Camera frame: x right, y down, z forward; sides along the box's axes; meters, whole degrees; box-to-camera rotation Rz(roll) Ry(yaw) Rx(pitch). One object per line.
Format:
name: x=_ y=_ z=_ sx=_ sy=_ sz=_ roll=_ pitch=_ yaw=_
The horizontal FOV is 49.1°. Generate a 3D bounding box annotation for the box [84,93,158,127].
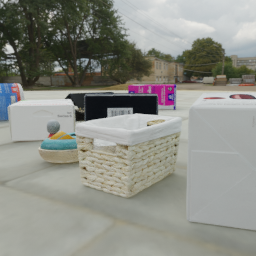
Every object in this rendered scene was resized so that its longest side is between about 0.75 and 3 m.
box: x=-0.258 y=-0.472 z=8.772 sx=2.085 sy=1.292 sz=2.050 roll=-1 pitch=10 yaw=-4

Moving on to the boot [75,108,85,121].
boot: x=-2.112 y=-0.609 z=12.015 sx=1.357 sy=0.497 sz=1.022 roll=2 pitch=10 yaw=-10

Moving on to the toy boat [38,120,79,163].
toy boat: x=-1.401 y=0.259 z=6.138 sx=1.337 sy=0.739 sz=1.590 roll=-8 pitch=13 yaw=-36

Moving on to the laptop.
laptop: x=-1.968 y=-1.114 z=15.192 sx=2.626 sy=1.530 sz=2.963 roll=-6 pitch=-13 yaw=-32

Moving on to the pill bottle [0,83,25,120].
pill bottle: x=-5.799 y=-1.042 z=11.484 sx=2.757 sy=1.547 sz=1.547 roll=-7 pitch=12 yaw=-32

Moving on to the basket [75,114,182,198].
basket: x=0.075 y=0.362 z=4.685 sx=1.122 sy=1.021 sz=1.656 roll=7 pitch=13 yaw=35

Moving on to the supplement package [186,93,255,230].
supplement package: x=1.843 y=0.293 z=3.796 sx=1.864 sy=1.434 sz=1.950 roll=3 pitch=11 yaw=17

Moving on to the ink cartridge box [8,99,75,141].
ink cartridge box: x=-2.576 y=-0.323 z=8.729 sx=1.756 sy=1.014 sz=2.414 roll=-2 pitch=10 yaw=-12

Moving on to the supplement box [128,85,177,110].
supplement box: x=1.467 y=-1.863 z=16.667 sx=2.794 sy=1.414 sz=1.444 roll=1 pitch=10 yaw=11
